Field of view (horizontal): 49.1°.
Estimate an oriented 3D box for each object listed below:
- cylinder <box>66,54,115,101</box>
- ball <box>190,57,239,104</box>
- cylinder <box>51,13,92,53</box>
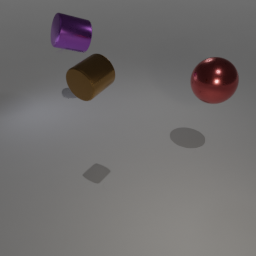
[{"bbox_3d":[-0.721,-0.991,5.463,0.700,0.700,0.700,19,45,29],"label":"cylinder"},{"bbox_3d":[2.595,-1.424,8.449,1.400,1.400,1.400,0,30,0],"label":"ball"},{"bbox_3d":[-2.443,-4.057,12.016,1.400,1.400,1.400,2,26,-31],"label":"cylinder"}]
